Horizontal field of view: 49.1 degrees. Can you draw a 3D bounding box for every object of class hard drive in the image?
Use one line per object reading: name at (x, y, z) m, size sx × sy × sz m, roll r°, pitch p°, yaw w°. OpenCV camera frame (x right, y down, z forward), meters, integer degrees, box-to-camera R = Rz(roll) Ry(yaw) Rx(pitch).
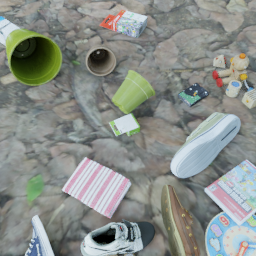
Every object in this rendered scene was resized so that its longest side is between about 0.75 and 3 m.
hard drive at (2.449, -1.243, 10.490) m, size 0.988 × 0.187 × 0.690 m, roll -32°, pitch 61°, yaw -21°

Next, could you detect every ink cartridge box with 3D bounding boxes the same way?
ink cartridge box at (-0.223, -4.891, 12.864) m, size 1.982 × 0.499 × 1.080 m, roll 22°, pitch 57°, yaw 13°
ink cartridge box at (-4.998, -3.919, 11.867) m, size 1.385 × 1.014 × 0.595 m, roll 36°, pitch 62°, yaw 22°
ink cartridge box at (-0.123, -0.041, 9.556) m, size 0.877 × 0.332 × 0.648 m, roll -22°, pitch 58°, yaw -13°

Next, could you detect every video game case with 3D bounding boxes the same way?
video game case at (3.365, 1.811, 8.191) m, size 1.841 × 0.161 × 1.316 m, roll -27°, pitch 53°, yaw -23°

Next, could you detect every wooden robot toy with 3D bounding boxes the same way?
wooden robot toy at (4.015, -2.118, 10.442) m, size 1.241 × 1.278 × 2.816 m, roll -10°, pitch 55°, yaw -8°

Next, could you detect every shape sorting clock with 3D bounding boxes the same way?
shape sorting clock at (3.013, 3.071, 7.324) m, size 1.945 × 0.382 × 1.945 m, roll 0°, pitch 55°, yaw 0°

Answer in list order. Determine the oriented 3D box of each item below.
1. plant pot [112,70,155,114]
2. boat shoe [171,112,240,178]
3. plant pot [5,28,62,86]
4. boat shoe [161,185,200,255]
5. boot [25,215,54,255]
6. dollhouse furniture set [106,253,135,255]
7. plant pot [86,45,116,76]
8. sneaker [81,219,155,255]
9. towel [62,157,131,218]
plant pot at (0.099, -1.131, 9.612) m, size 1.233 × 1.233 × 1.171 m, roll 39°, pitch 84°, yaw 24°
boat shoe at (2.354, 0.498, 8.916) m, size 2.923 × 1.052 × 0.907 m, roll -34°, pitch 33°, yaw -22°
plant pot at (-3.836, -2.939, 10.809) m, size 1.951 × 1.951 × 1.879 m, roll -29°, pitch 49°, yaw -19°
boat shoe at (1.370, 2.515, 7.546) m, size 0.694 × 0.740 × 2.056 m, roll -3°, pitch 56°, yaw -12°
boot at (-2.376, 3.072, 7.199) m, size 0.707 × 0.569 × 1.564 m, roll -21°, pitch 58°, yaw -21°
dollhouse furniture set at (-0.052, 3.233, 6.604) m, size 1.319 × 1.387 × 1.130 m, roll -9°, pitch 55°, yaw -8°
plant pot at (-1.139, -2.816, 11.135) m, size 1.189 × 1.189 × 1.037 m, roll -12°, pitch 38°, yaw -8°
sneaker at (-0.129, 2.748, 7.101) m, size 2.021 × 0.895 × 0.749 m, roll -7°, pitch 51°, yaw -25°
towel at (-0.932, 1.744, 8.370) m, size 1.742 × 0.261 × 1.275 m, roll 24°, pitch 59°, yaw 18°
